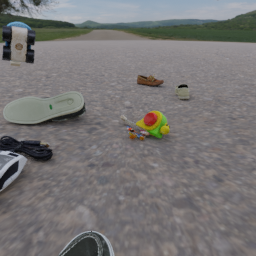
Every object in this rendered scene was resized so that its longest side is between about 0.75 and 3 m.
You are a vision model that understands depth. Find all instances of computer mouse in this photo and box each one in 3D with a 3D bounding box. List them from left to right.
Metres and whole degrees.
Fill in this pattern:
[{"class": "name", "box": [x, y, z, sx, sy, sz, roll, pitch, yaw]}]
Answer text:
[{"class": "computer mouse", "box": [-2.927, 0.911, 6.339, 1.578, 0.631, 2.878, 8, 17, 8]}]

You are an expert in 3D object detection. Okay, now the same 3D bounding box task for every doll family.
[{"class": "doll family", "box": [0.282, 0.217, 8.536, 0.769, 0.346, 0.477, 11, 10, -21]}]

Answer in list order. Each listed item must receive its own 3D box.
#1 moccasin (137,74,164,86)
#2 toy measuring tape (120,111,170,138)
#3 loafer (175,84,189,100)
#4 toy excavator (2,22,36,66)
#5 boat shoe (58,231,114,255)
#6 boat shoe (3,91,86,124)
[{"class": "moccasin", "box": [1.217, -2.637, 15.278, 1.581, 0.610, 0.578, 17, 27, 36]}, {"class": "toy measuring tape", "box": [0.600, -0.277, 9.059, 0.780, 0.780, 2.121, -15, 26, -34]}, {"class": "loafer", "box": [2.588, -1.804, 13.193, 0.649, 0.585, 1.714, 0, 21, -1]}, {"class": "toy excavator", "box": [-3.075, -2.254, 7.836, 0.796, 1.549, 1.593, 2, 34, -23]}, {"class": "boat shoe", "box": [-0.701, 2.008, 3.126, 0.948, 0.854, 2.682, 3, 22, 8]}, {"class": "boat shoe", "box": [-2.932, -0.588, 10.012, 2.848, 1.023, 0.963, -8, -16, -3]}]
